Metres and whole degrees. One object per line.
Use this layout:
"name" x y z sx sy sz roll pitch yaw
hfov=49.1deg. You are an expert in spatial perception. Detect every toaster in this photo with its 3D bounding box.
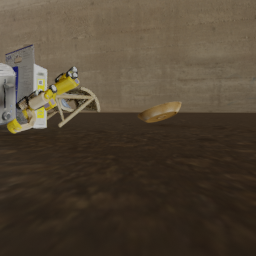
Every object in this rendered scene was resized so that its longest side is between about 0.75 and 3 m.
"toaster" -4.366 -1.094 7.867 2.605 1.683 1.480 16 15 16

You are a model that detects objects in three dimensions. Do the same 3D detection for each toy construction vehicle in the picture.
"toy construction vehicle" -1.652 -0.553 5.716 1.315 0.532 1.510 -25 22 20

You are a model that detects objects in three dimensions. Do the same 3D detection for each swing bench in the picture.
"swing bench" -2.004 -0.797 9.116 1.563 1.014 1.554 -25 19 -34

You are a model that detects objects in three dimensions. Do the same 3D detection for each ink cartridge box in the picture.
"ink cartridge box" -3.239 -1.230 8.750 0.550 2.340 2.312 2 3 -42

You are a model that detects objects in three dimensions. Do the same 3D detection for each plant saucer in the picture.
"plant saucer" 1.129 -0.496 9.732 1.584 0.280 1.584 -15 -11 -3
